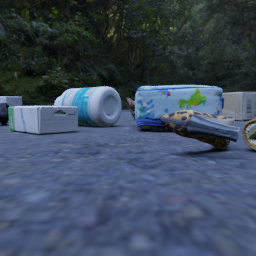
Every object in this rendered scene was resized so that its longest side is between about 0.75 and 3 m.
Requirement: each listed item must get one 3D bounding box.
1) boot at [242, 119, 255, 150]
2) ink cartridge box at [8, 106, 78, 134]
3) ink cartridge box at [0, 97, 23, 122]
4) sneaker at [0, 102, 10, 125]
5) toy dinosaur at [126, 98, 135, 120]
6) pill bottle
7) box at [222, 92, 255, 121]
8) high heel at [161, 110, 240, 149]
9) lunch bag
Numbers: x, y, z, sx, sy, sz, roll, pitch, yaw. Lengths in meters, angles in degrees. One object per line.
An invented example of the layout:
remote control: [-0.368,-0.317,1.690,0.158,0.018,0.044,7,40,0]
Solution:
boot: [3.125,0.013,4.160,2.212,0.732,1.937,-3,-8,-43]
ink cartridge box: [-2.203,-0.239,7.273,1.579,0.663,1.143,4,6,43]
ink cartridge box: [-5.296,-0.780,11.656,1.437,1.049,1.054,1,6,14]
sneaker: [-4.822,-0.527,10.056,1.120,0.773,2.013,-10,13,-34]
toy dinosaur: [0.965,-0.784,13.280,2.237,0.960,1.516,13,13,3]
pill bottle: [-1.454,-0.716,9.495,2.322,1.286,1.286,3,6,38]
box: [4.678,-1.048,13.584,1.096,1.339,2.820,-4,4,-31]
high heel: [1.054,-0.025,4.202,1.008,0.505,1.414,13,1,14]
lunch bag: [1.414,-0.612,8.358,2.410,1.236,2.998,-1,4,0]
